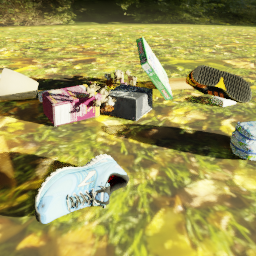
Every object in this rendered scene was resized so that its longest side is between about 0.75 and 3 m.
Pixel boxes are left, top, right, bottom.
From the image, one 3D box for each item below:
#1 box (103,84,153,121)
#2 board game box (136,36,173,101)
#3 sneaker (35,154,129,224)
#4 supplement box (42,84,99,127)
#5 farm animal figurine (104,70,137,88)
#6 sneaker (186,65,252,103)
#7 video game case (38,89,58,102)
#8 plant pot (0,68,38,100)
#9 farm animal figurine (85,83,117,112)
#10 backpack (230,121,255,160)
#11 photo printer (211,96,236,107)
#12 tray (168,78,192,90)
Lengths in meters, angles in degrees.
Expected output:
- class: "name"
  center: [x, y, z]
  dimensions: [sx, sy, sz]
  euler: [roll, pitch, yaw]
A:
- class: "box"
  center: [0.026, -1.100, 11.611]
  dimensions: [1.551, 0.961, 1.524]
  euler: [13, 31, 26]
- class: "board game box"
  center: [1.185, -2.556, 12.314]
  dimensions: [0.369, 2.537, 1.707]
  euler: [-25, 49, 20]
- class: "sneaker"
  center: [-0.946, 1.395, 6.414]
  dimensions: [1.123, 0.979, 2.497]
  euler: [25, 35, 36]
- class: "supplement box"
  center: [-2.238, -0.932, 11.076]
  dimensions: [1.916, 0.989, 1.254]
  euler: [-16, 37, -30]
- class: "farm animal figurine"
  center: [-0.420, -2.779, 15.175]
  dimensions: [1.656, 0.864, 1.638]
  euler: [-4, 26, -8]
- class: "sneaker"
  center: [3.336, -1.562, 10.410]
  dimensions: [2.493, 0.872, 1.122]
  euler: [19, -9, -12]
- class: "video game case"
  center: [-3.718, -1.585, 13.527]
  dimensions: [1.160, 0.140, 1.272]
  euler: [-9, 27, -18]
- class: "plant pot"
  center: [-5.020, -1.888, 13.004]
  dimensions: [1.541, 1.443, 1.443]
  euler: [10, 23, -16]
- class: "farm animal figurine"
  center: [-1.043, -1.098, 10.083]
  dimensions: [0.628, 1.204, 1.190]
  euler: [-25, 20, 24]
- class: "backpack"
  center: [3.963, 0.381, 8.393]
  dimensions: [1.753, 1.348, 1.430]
  euler: [-13, 33, 6]
- class: "photo printer"
  center: [4.389, -1.273, 12.666]
  dimensions: [0.929, 0.323, 0.773]
  euler: [-13, 28, -24]
- class: "tray"
  center: [2.676, -2.391, 14.965]
  dimensions: [1.986, 0.368, 0.979]
  euler: [-4, 26, -10]
